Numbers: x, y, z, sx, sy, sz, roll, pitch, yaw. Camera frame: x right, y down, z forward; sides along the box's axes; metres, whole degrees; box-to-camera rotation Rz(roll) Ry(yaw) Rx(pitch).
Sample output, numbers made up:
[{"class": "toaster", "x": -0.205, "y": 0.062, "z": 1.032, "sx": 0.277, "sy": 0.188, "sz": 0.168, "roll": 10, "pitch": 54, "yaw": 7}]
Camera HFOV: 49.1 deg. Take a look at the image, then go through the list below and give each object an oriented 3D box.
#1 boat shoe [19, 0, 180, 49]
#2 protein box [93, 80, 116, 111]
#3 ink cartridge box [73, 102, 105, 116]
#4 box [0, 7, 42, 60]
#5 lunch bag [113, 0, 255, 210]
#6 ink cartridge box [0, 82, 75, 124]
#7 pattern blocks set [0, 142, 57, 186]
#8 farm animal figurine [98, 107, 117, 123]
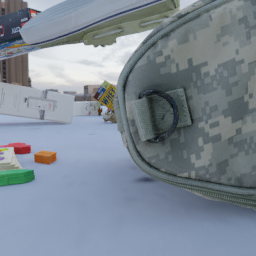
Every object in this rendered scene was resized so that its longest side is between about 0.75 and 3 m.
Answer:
[{"class": "boat shoe", "x": -0.364, "y": -1.567, "z": 4.118, "sx": 2.416, "sy": 0.749, "sz": 0.870, "roll": -16, "pitch": 38, "yaw": 7}, {"class": "protein box", "x": -0.741, "y": -1.518, "z": 14.237, "sx": 1.566, "sy": 1.056, "sz": 1.554, "roll": 35, "pitch": 5, "yaw": -1}, {"class": "ink cartridge box", "x": -2.260, "y": -1.021, "z": 14.552, "sx": 1.220, "sy": 0.707, "sz": 2.095, "roll": 5, "pitch": 7, "yaw": 43}, {"class": "box", "x": -2.829, "y": -2.157, "z": 6.773, "sx": 2.656, "sy": 0.501, "sz": 1.814, "roll": -7, "pitch": 9, "yaw": 20}, {"class": "lunch bag", "x": 0.754, "y": -0.273, "z": 2.436, "sx": 1.799, "sy": 1.494, "sz": 2.144, "roll": -8, "pitch": 5, "yaw": -1}, {"class": "ink cartridge box", "x": -3.005, "y": -0.760, "z": 8.870, "sx": 2.224, "sy": 0.921, "sz": 1.630, "roll": 8, "pitch": 1, "yaw": -29}, {"class": "pattern blocks set", "x": -1.623, "y": 0.350, "z": 3.043, "sx": 1.640, "sy": 0.151, "sz": 1.866, "roll": -4, "pitch": 7, "yaw": -36}, {"class": "farm animal figurine", "x": -0.582, "y": -0.366, "z": 9.325, "sx": 0.886, "sy": 0.462, "sz": 0.877, "roll": 5, "pitch": 14, "yaw": -34}]
